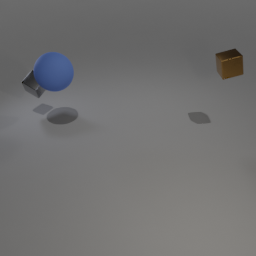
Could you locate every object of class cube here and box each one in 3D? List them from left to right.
[{"bbox_3d":[-3.801,-1.791,11.505,0.700,0.700,0.700,30,68,5],"label":"cube"},{"bbox_3d":[3.428,-2.167,9.486,0.700,0.700,0.700,-14,35,7],"label":"cube"}]

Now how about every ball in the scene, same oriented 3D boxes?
[{"bbox_3d":[-2.668,-2.017,10.097,1.400,1.400,1.400,0,33,0],"label":"ball"}]
